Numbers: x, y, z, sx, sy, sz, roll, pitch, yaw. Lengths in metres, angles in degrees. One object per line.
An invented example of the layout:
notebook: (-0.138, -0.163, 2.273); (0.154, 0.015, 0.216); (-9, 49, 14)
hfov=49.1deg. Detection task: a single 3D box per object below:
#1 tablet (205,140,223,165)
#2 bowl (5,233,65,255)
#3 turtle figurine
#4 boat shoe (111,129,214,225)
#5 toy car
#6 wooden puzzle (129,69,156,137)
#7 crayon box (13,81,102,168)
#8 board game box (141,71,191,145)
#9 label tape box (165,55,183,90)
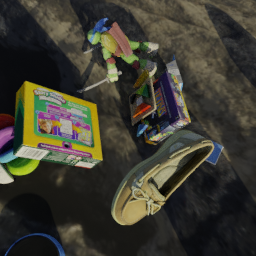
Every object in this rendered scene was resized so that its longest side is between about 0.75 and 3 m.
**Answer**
tablet: (2.827, 0.812, 9.398); (0.509, 0.053, 0.783); (26, 62, 15)
bowl: (-2.552, 3.694, 7.502); (1.700, 0.334, 1.700); (0, 59, 0)
turtle figurine: (-0.382, -2.779, 10.993); (2.758, 2.845, 2.047); (12, 34, -16)
boat shoe: (0.646, 0.977, 5.313); (2.302, 0.840, 0.724); (-41, 28, -11)
toy car: (-3.631, 0.427, 8.650); (1.924, 1.649, 2.199); (-34, 60, -19)
wooden puzzle: (0.442, -0.922, 9.749); (0.255, 1.469, 2.178); (16, 47, -32)
crayon box: (-2.127, -0.048, 8.715); (2.563, 0.747, 2.211); (17, 49, -37)
board game box: (1.109, -0.651, 9.410); (0.549, 1.600, 1.935); (15, 50, -36)
label tape box: (1.616, -1.882, 10.461); (0.442, 1.006, 1.396); (-8, 59, -3)
